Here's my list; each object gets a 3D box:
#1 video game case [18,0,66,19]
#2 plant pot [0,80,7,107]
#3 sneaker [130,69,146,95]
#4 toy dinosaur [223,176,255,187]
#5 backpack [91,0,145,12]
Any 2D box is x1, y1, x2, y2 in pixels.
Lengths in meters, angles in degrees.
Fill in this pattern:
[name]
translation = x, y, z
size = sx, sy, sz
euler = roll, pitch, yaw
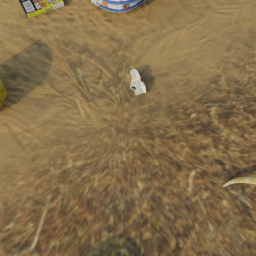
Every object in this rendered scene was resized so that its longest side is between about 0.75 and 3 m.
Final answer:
[video game case]
translation = -3.085, -4.541, 9.707
size = 1.372, 0.194, 1.519
euler = -25, 65, -12
[plant pot]
translation = -3.984, -0.976, 7.438
size = 1.203, 1.176, 1.168
euler = 15, 64, -2
[sneaker]
translation = 0.195, -1.323, 8.047
size = 0.397, 0.327, 0.863
euler = -23, 64, -6
[toy dinosaur]
translation = 3.661, 1.229, 6.549
size = 2.503, 0.729, 1.266
euler = 18, 66, 9
[backpack]
translation = -0.255, -4.834, 8.791
size = 2.562, 1.974, 2.441
euler = -41, 52, -12
